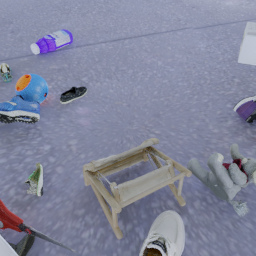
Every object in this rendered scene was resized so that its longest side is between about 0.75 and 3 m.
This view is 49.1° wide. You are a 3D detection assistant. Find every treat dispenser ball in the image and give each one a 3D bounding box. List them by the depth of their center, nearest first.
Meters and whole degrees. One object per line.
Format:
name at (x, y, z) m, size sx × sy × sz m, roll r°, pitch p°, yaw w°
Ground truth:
treat dispenser ball at (-3.399, -1.361, 9.942) m, size 1.114 × 1.114 × 1.114 m, roll 0°, pitch 41°, yaw 0°

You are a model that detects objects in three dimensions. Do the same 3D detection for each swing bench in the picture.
swing bench at (0.129, 1.213, 6.806) m, size 1.937 × 1.264 × 1.947 m, roll -21°, pitch 44°, yaw -22°

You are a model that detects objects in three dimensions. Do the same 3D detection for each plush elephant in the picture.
plush elephant at (2.661, 1.057, 6.909) m, size 1.376 × 1.464 × 1.777 m, roll -38°, pitch 81°, yaw -19°

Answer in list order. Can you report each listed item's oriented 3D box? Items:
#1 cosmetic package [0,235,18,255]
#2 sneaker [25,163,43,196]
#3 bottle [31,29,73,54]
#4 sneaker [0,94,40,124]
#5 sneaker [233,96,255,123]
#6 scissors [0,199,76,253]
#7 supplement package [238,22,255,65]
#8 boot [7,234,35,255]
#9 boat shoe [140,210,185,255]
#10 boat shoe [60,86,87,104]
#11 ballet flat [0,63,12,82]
cosmetic package at (-3.251, 2.399, 4.156) m, size 1.636 × 2.662 × 2.653 m, roll 29°, pitch 55°, yaw 26°
sneaker at (-2.446, 1.307, 7.283) m, size 0.460 × 0.399 × 1.038 m, roll 2°, pitch 39°, yaw -19°
bottle at (-3.659, -4.119, 13.461) m, size 0.869 × 0.680 × 2.082 m, roll 29°, pitch 49°, yaw 31°
sneaker at (-3.752, -0.641, 9.200) m, size 1.872 × 0.735 × 0.835 m, roll 5°, pitch 62°, yaw 3°
sneaker at (4.622, -0.686, 9.593) m, size 2.015 × 0.763 × 0.882 m, roll -21°, pitch 61°, yaw -19°
scissors at (-2.270, 2.205, 6.107) m, size 2.584 × 0.945 × 0.180 m, roll 28°, pitch 31°, yaw 10°
supplement package at (5.799, -3.775, 12.575) m, size 1.289 × 1.299 × 1.711 m, roll 14°, pitch 43°, yaw 16°
boot at (-2.575, 2.515, 6.054) m, size 0.903 × 0.328 × 0.821 m, roll 5°, pitch 38°, yaw 17°
boat shoe at (0.625, 2.512, 5.630) m, size 0.808 × 0.796 × 2.279 m, roll 18°, pitch 44°, yaw 20°
boat shoe at (-2.024, -1.336, 10.428) m, size 1.215 × 0.403 × 0.454 m, roll -30°, pitch 49°, yaw -31°
ballet flat at (-5.097, -2.426, 11.652) m, size 0.518 × 0.518 × 1.395 m, roll -20°, pitch 44°, yaw -21°
